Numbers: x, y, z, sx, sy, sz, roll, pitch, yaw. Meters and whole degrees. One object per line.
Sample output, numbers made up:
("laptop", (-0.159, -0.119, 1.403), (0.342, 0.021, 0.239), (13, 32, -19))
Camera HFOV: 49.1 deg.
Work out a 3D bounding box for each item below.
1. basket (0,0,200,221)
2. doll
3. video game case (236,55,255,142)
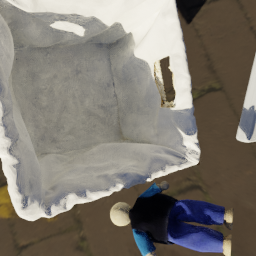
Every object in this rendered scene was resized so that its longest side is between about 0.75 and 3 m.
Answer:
("basket", (-0.690, -0.470, 4.213), (2.602, 2.093, 2.579), (-14, 96, -26))
("doll", (0.422, 1.056, 3.105), (1.373, 0.333, 0.937), (4, 60, 22))
("video game case", (2.274, -0.805, 4.227), (0.220, 1.826, 2.003), (17, 103, 39))
